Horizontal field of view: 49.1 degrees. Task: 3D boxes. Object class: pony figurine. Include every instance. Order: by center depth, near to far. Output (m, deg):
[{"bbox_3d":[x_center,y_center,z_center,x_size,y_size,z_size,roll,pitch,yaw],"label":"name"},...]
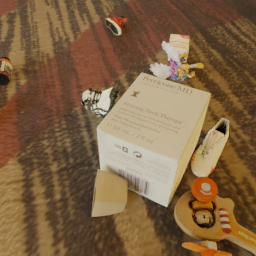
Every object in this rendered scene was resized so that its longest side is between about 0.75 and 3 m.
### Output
[{"bbox_3d":[2.201,-2.854,12.623,1.906,1.644,1.975,43,45,21],"label":"pony figurine"}]

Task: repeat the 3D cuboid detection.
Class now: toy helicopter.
[{"bbox_3d":[2.651,2.843,7.567,2.992,1.180,1.979,27,51,14],"label":"toy helicopter"}]

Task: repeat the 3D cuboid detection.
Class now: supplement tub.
[{"bbox_3d":[-5.679,-2.635,12.731,0.767,0.767,1.434,-8,48,-7],"label":"supplement tub"}]

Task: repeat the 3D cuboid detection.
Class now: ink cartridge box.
[{"bbox_3d":[2.557,-4.030,14.117,0.992,0.575,1.703,7,48,6],"label":"ink cartridge box"}]

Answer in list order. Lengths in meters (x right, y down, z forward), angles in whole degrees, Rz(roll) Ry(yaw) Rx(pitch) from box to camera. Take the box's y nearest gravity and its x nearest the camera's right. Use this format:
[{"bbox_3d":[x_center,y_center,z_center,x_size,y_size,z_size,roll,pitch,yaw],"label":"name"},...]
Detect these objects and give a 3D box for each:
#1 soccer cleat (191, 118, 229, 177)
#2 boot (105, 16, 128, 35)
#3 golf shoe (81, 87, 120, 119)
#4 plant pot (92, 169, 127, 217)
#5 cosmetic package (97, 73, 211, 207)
[{"bbox_3d":[2.853,0.631,9.578,0.839,1.041,2.444,26,53,22],"label":"soccer cleat"},{"bbox_3d":[-0.397,-5.825,15.747,1.237,0.621,1.715,-17,47,-17],"label":"boot"},{"bbox_3d":[-1.072,-0.954,9.886,1.121,2.372,0.922,26,70,-14],"label":"golf shoe"},{"bbox_3d":[-0.535,1.994,8.422,0.944,1.065,1.067,7,47,-8],"label":"plant pot"},{"bbox_3d":[0.828,0.287,8.922,2.474,2.459,2.956,20,50,18],"label":"cosmetic package"}]
